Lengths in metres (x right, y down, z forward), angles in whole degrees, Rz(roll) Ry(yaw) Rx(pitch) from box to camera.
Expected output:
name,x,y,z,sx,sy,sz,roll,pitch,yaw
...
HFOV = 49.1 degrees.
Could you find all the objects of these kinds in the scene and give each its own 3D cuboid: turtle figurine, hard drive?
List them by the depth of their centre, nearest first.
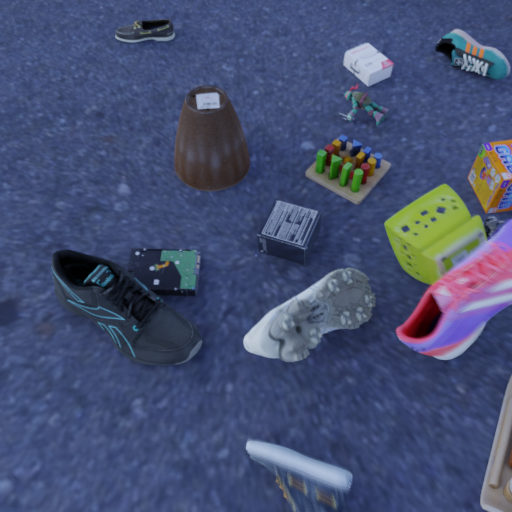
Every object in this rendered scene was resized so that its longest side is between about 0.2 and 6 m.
name,x,y,z,sx,sy,sz,roll,pitch,yaw
hard drive,-1.683,0.294,10.198,1.295,0.245,0.905,0,56,1
turtle figurine,2.348,-3.364,12.548,1.168,0.588,0.874,32,61,13

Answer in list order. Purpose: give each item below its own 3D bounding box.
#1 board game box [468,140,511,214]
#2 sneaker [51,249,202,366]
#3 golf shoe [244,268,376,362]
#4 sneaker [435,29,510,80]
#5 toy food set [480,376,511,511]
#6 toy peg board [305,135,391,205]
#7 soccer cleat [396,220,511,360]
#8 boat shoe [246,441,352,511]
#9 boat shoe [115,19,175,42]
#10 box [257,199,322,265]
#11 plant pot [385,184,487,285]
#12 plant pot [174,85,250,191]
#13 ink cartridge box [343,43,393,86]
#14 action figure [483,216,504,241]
name,x,y,z,sx,sy,sz,roll,pitch,yaw
board game box,4.954,-1.571,11.020,0.993,0.994,0.993,-8,56,-5
sneaker,-2.255,0.840,9.282,2.956,1.172,1.115,25,57,14
golf shoe,0.881,0.933,9.324,2.634,1.281,1.031,-19,90,-40
sneaker,5.130,-4.697,13.428,0.759,0.678,1.901,-34,58,-13
toy food set,4.437,2.924,8.084,1.762,0.742,2.456,22,58,15
toy peg board,1.927,-1.939,11.495,1.313,0.642,1.307,33,62,20
soccer cleat,3.283,0.463,8.464,1.035,2.829,0.965,16,32,-30
boat shoe,0.504,3.196,7.934,1.623,0.574,0.737,12,80,28
boat shoe,-2.848,-5.770,14.237,1.502,0.452,0.535,-4,56,-2
box,0.634,-0.448,10.478,0.944,0.587,0.952,17,58,17
plant pot,3.174,-0.196,9.550,1.308,1.315,1.193,-34,40,0
plant pot,-0.923,-2.456,11.194,1.608,1.721,1.608,0,56,0
ink cartridge box,2.683,-4.606,13.462,0.717,0.418,0.985,-27,61,-18
action figure,4.311,-0.384,10.062,0.578,1.133,0.673,-1,94,-28
